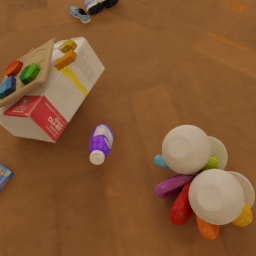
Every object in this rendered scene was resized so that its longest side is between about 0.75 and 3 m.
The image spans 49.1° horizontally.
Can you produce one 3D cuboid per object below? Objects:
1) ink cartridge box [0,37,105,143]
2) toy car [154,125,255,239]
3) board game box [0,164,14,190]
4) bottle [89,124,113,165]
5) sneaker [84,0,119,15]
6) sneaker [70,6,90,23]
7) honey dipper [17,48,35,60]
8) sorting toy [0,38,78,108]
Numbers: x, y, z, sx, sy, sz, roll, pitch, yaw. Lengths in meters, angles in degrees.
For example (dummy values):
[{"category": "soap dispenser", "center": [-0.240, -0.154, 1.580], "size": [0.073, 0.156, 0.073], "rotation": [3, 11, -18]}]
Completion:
[{"category": "ink cartridge box", "center": [-2.285, -1.133, 8.059], "size": [2.075, 1.193, 2.860], "rotation": [6, 55, 38]}, {"category": "toy car", "center": [1.633, 1.357, 6.897], "size": [2.042, 2.383, 2.723], "rotation": [-39, 62, 20]}, {"category": "board game box", "center": [-3.766, 1.304, 7.799], "size": [0.914, 0.206, 0.695], "rotation": [29, 64, 16]}, {"category": "bottle", "center": [-0.717, 0.430, 7.409], "size": [0.486, 0.621, 1.487], "rotation": [-24, 21, 13]}, {"category": "sneaker", "center": [-1.029, -5.172, 11.294], "size": [1.590, 0.602, 0.612], "rotation": [-30, 68, -17]}, {"category": "sneaker", "center": [-1.890, -4.577, 11.029], "size": [1.040, 0.468, 0.407], "rotation": [37, 67, 19]}, {"category": "honey dipper", "center": [-3.685, -2.613, 10.105], "size": [0.791, 0.150, 0.150], "rotation": [-42, 68, -17]}, {"category": "sorting toy", "center": [-2.323, -1.569, 6.951], "size": [2.581, 0.346, 1.923], "rotation": [-23, 43, 23]}]
